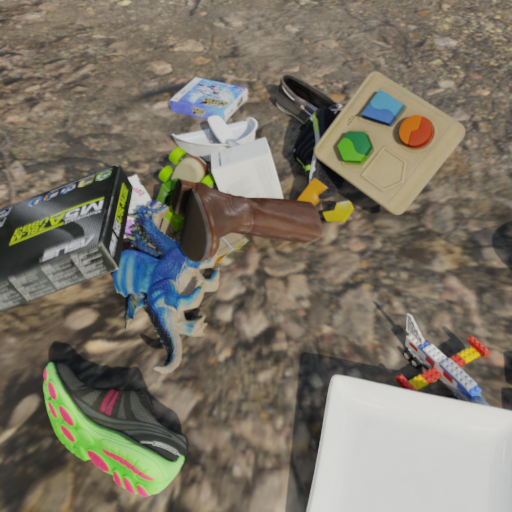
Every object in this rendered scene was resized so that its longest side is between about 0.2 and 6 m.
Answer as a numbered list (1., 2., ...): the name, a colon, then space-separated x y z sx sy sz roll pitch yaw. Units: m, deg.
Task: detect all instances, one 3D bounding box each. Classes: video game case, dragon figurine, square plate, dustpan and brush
1. video game case: -1.208 -4.046 14.470 1.552 0.353 1.406 16 46 17
2. dragon figurine: -1.663 0.537 9.048 1.845 1.092 3.712 6 44 6
3. square plate: 1.967 2.892 6.840 2.565 0.365 2.541 10 53 11
4. dustpan and brush: -0.642 -2.533 12.455 1.991 0.816 2.853 -16 44 -15

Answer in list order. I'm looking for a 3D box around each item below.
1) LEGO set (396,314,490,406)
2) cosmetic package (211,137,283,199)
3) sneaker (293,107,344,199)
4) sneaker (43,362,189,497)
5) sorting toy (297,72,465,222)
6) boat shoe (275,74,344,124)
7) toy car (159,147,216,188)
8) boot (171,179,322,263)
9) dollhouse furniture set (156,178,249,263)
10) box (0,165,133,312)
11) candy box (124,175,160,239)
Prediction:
1. LEGO set: 3.126 2.029 7.671 3.201 0.786 2.391 5 41 14
2. cosmetic package: -0.174 -1.544 11.013 1.151 1.148 0.708 -14 40 6
3. sneaker: 1.310 -2.141 12.269 1.027 0.889 2.480 -25 44 40
4. sneaker: -1.947 2.216 7.558 2.472 0.948 1.035 30 34 23
5. sorting toy: 2.175 -1.809 10.668 2.178 2.923 0.391 41 11 19
6. boat shoe: 1.488 -3.614 13.679 0.934 0.796 2.793 -31 51 -28
7. toy car: -1.181 -1.721 11.584 1.027 0.986 1.250 42 36 4
8. boot: 0.105 -0.494 9.623 2.831 0.909 2.639 11 27 -21
9. dollhouse furniture set: -1.187 -0.534 10.777 0.984 0.760 1.969 -31 70 -38
10. box: -3.471 -0.306 9.406 2.666 0.633 2.574 -19 34 9
11. candy box: -2.805 -0.876 10.959 1.486 0.531 1.246 -20 47 -19
